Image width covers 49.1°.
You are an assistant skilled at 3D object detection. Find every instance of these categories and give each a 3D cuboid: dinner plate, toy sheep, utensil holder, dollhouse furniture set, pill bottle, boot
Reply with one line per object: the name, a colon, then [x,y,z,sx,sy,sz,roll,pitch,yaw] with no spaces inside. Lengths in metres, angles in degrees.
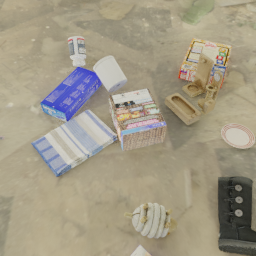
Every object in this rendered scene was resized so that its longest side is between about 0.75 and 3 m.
dinner plate: [4.093,0.314,10.472,1.232,0.149,1.232,2,48,-2]
toy sheep: [0.671,2.629,8.038,1.576,1.087,1.087,18,52,-1]
utensil holder: [-0.696,-2.170,11.361,0.981,0.981,1.155,-30,82,-22]
dollhouse furniture set: [2.636,-1.571,10.993,1.954,1.592,1.858,-24,52,-22]
pill bottle: [-2.288,-3.456,12.703,0.734,0.734,1.228,-6,94,-5]
boot: [3.606,2.553,8.308,1.857,0.740,2.253,7,48,10]

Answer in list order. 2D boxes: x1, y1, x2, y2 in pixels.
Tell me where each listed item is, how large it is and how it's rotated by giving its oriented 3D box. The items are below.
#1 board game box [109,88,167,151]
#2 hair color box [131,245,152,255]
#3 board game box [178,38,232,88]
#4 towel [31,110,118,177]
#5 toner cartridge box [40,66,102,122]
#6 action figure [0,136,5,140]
board game box: [0.307,-0.360,10.503,1.619,0.983,2.030,-12,52,-10]
hair color box: [0.637,4.032,7.219,1.738,0.563,0.950,36,59,24]
board game box: [3.613,-3.083,12.969,1.945,0.595,2.568,17,53,14]
towel: [-1.953,0.438,10.299,2.641,0.314,1.940,-33,57,-24]
toner cartridge box: [-2.292,-1.468,11.679,1.239,0.563,2.609,23,54,19]
action figure: [-5.228,0.498,10.145,1.033,0.930,1.388,-26,41,23]
